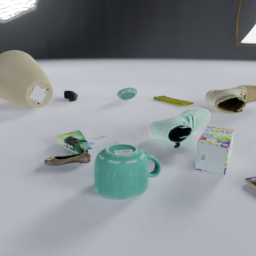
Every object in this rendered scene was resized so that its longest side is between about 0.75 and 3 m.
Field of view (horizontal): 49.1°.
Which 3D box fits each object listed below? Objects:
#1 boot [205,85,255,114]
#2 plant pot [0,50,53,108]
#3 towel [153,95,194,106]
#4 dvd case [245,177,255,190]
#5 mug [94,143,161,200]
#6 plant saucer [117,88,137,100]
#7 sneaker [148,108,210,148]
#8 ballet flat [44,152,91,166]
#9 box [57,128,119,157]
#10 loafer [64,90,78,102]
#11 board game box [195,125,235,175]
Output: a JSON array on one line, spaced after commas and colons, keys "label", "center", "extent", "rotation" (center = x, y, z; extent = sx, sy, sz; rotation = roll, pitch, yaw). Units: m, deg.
[{"label": "boot", "center": [5.265, -1.356, 13.196], "extent": [2.762, 0.995, 2.136], "rotation": [-5, 17, 4]}, {"label": "plant pot", "center": [-4.916, -2.072, 13.534], "extent": [2.656, 2.656, 2.836], "rotation": [-15, 36, -40]}, {"label": "towel", "center": [2.384, -1.486, 14.907], "extent": [0.915, 0.192, 2.126], "rotation": [-14, 23, -36]}, {"label": "dvd case", "center": [3.572, 1.418, 5.966], "extent": [1.249, 0.134, 1.679], "rotation": [-6, 19, -17]}, {"label": "mug", "center": [-0.072, 0.861, 6.404], "extent": [1.221, 0.919, 1.486], "rotation": [11, 21, 31]}, {"label": "plant saucer", "center": [-0.028, -1.792, 15.022], "extent": [1.116, 0.201, 1.116], "rotation": [-9, -23, -4]}, {"label": "sneaker", "center": [2.007, -0.015, 9.183], "extent": [2.349, 0.864, 1.385], "rotation": [-17, 17, -18]}, {"label": "ballet flat", "center": [-1.629, 0.812, 7.592], "extent": [1.249, 0.289, 0.421], "rotation": [-3, 18, -8]}, {"label": "box", "center": [-1.269, 0.426, 8.774], "extent": [1.668, 0.303, 1.204], "rotation": [16, 23, 43]}, {"label": "loafer", "center": [-3.003, -1.787, 15.258], "extent": [0.584, 0.588, 1.617], "rotation": [-5, 19, -28]}, {"label": "board game box", "center": [2.383, 0.542, 7.601], "extent": [0.778, 0.792, 1.510], "rotation": [9, 21, 23]}]
